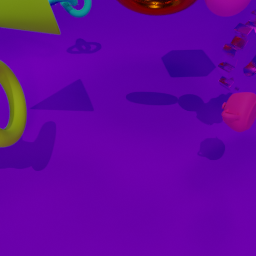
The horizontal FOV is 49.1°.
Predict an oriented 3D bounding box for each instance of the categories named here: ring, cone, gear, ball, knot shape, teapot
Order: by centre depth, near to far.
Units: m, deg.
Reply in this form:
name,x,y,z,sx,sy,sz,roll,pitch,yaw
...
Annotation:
name,x,y,z,sx,sy,sz,roll,pitch,yaw
ball,1.527,-2.081,4.257,0.723,0.723,0.723,0,42,0
ring,0.437,-2.228,4.352,1.507,1.507,0.301,4,82,5
cone,-2.170,-2.034,4.546,1.603,1.597,1.597,-23,45,-6
ring,-2.109,-0.417,4.553,0.294,1.472,1.472,-9,41,8
teapot,1.830,-0.296,4.620,0.526,0.668,1.074,25,28,34
gear,2.383,-1.429,5.352,1.589,1.589,0.294,-24,48,-25
knot shape,-1.834,-3.904,8.362,1.332,0.616,1.247,-4,51,-31
